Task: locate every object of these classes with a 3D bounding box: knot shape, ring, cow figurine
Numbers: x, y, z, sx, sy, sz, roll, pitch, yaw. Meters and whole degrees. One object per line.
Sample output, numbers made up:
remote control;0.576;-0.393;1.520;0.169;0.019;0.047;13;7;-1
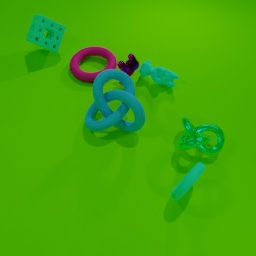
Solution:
knot shape;1.822;0.258;7.434;1.319;0.609;1.234;33;40;26
ring;1.396;1.247;6.551;0.218;1.091;1.091;41;62;13
cow figurine;0.050;-1.802;9.056;0.951;0.522;0.936;-37;101;-8
knot shape;-0.390;-0.770;7.870;1.881;0.869;1.761;1;90;18
cow figurine;0.966;-1.780;9.225;1.154;0.634;1.136;14;17;-25
ring;-1.206;-2.226;9.709;1.654;0.331;1.654;-1;55;1

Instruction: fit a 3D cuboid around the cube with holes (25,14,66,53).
cube with holes;-2.890;-3.300;9.804;0.932;0.932;0.932;17;9;-35
